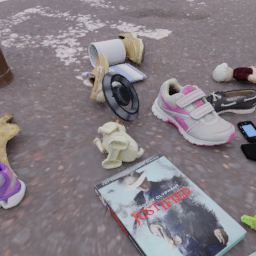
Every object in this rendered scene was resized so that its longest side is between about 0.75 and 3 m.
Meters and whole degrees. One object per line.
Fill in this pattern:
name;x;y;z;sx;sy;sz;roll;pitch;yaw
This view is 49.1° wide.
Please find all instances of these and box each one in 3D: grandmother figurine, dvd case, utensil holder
grandmother figurine;4.767;-2.045;10.912;2.809;0.851;1.703;6;15;12
dvd case;0.826;1.865;6.360;2.100;0.317;2.877;-22;43;-26
utensil holder;-0.899;-3.213;12.100;1.294;1.100;1.100;-19;42;-26

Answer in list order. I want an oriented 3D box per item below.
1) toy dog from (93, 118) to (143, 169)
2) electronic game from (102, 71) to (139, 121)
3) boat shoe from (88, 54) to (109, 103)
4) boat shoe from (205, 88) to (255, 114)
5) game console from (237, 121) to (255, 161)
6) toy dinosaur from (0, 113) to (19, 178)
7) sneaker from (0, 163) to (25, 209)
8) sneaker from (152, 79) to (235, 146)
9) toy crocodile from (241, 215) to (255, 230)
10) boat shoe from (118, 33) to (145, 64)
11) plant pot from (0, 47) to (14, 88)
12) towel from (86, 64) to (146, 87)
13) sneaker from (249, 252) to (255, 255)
toy dog;-0.289;0.289;7.851;1.329;0.956;1.371;-4;37;-19
electronic game;-0.196;-1.004;8.814;0.353;1.697;1.697;-26;26;33
boat shoe;-1.069;-1.859;10.019;0.665;0.734;2.061;4;58;-18
boat shoe;3.170;-0.914;9.465;2.485;0.750;0.918;-1;39;-2
game console;3.737;0.344;8.341;1.005;0.205;1.704;-4;38;-5
toy dinosaur;-3.821;0.273;7.962;1.413;0.813;2.795;-10;40;-14
sneaker;-3.710;1.307;6.457;2.427;1.073;0.976;-6;40;-6
sneaker;1.916;-0.555;8.565;1.210;1.312;2.974;-30;48;-32
toy crocodile;3.033;2.142;6.012;1.168;0.361;0.394;12;0;16
boat shoe;0.023;-3.645;12.639;1.094;1.029;2.872;5;27;-13
plant pot;-5.500;-2.570;10.809;1.690;1.673;1.690;-1;39;1
towel;-0.466;-2.069;11.234;2.031;0.242;1.492;-21;42;-28
sneaker;3.294;2.367;4.961;2.870;1.266;1.168;-10;40;-12
